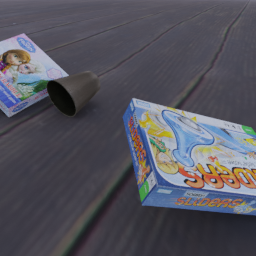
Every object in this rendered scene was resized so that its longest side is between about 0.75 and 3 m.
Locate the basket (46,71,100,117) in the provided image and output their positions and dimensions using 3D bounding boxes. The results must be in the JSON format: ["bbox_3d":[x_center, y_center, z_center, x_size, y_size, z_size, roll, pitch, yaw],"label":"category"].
[{"bbox_3d":[-1.436,-1.065,7.911,1.146,0.864,1.271,51,46,0],"label":"basket"}]

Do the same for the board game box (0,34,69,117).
[{"bbox_3d":[-3.297,-1.668,8.311,2.197,0.452,2.192,43,52,9],"label":"board game box"}]

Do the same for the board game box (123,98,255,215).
[{"bbox_3d":[1.308,0.493,4.542,2.628,0.453,1.779,11,39,-22],"label":"board game box"}]
